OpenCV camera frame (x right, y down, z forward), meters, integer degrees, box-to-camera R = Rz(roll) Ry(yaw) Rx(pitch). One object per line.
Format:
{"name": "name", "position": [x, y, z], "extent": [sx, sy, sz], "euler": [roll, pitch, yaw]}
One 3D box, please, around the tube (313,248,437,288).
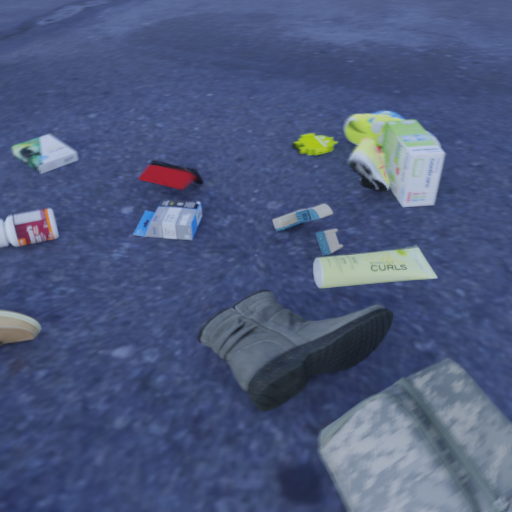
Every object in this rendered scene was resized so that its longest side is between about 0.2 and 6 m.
{"name": "tube", "position": [1.756, 0.166, 8.379], "extent": [1.776, 0.515, 0.461], "euler": [-4, -6, -12]}

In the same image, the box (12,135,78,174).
{"name": "box", "position": [-5.090, -2.468, 13.491], "extent": [0.988, 0.249, 1.370], "euler": [-31, 46, -34]}

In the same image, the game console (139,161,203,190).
{"name": "game console", "position": [-1.828, -1.633, 12.158], "extent": [1.078, 0.929, 0.640], "euler": [15, 76, 14]}

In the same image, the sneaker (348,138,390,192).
{"name": "sneaker", "position": [2.486, -1.890, 11.734], "extent": [0.632, 1.616, 0.730], "euler": [15, 77, 31]}

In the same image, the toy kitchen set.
{"name": "toy kitchen set", "position": [0.975, -0.425, 10.778], "extent": [0.673, 0.916, 1.143], "euler": [-20, 6, -25]}

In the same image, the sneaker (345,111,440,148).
{"name": "sneaker", "position": [3.509, -3.052, 13.655], "extent": [2.587, 0.980, 1.359], "euler": [30, 46, 34]}

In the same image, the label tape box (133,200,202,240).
{"name": "label tape box", "position": [-1.762, -0.743, 11.138], "extent": [1.203, 0.398, 0.862], "euler": [6, 38, 6]}

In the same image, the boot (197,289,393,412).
{"name": "boot", "position": [0.587, 1.012, 8.409], "extent": [2.677, 0.906, 1.749], "euler": [-22, 45, -23]}

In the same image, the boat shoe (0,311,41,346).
{"name": "boat shoe", "position": [-4.190, 1.224, 8.475], "extent": [1.758, 0.650, 0.583], "euler": [-2, 51, 0]}

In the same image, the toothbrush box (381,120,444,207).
{"name": "toothbrush box", "position": [3.303, -2.026, 12.105], "extent": [0.734, 1.241, 1.704], "euler": [-5, 38, -7]}

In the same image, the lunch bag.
{"name": "lunch bag", "position": [1.909, 2.521, 6.043], "extent": [1.900, 1.579, 2.265], "euler": [-24, 41, -6]}

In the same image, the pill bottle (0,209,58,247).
{"name": "pill bottle", "position": [-4.386, -0.513, 10.671], "extent": [1.081, 0.592, 0.592], "euler": [-13, 40, -17]}

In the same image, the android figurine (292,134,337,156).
{"name": "android figurine", "position": [1.472, -2.769, 13.919], "extent": [1.052, 0.216, 0.958], "euler": [-12, 39, -13]}
